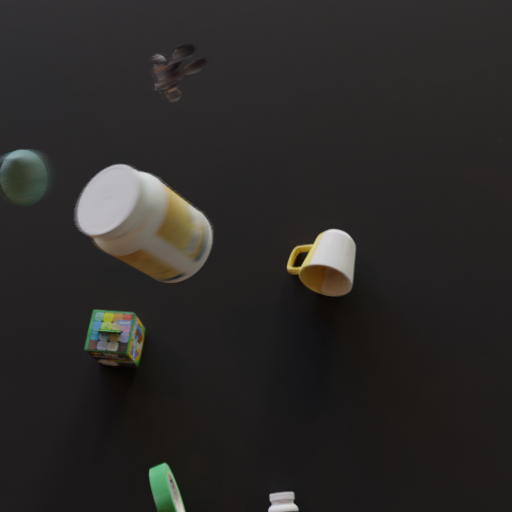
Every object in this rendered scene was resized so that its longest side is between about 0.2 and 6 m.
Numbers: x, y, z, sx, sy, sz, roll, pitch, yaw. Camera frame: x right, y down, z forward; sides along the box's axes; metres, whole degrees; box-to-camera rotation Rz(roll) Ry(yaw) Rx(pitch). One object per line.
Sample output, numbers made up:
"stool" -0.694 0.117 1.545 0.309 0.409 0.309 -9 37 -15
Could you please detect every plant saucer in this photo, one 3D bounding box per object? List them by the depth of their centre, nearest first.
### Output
"plant saucer" -4.346 -1.435 10.324 1.025 0.184 1.025 3 99 17

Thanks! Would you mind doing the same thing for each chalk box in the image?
"chalk box" -2.637 1.503 10.418 0.812 1.300 0.806 5 65 2

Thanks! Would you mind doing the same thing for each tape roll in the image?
"tape roll" -1.444 4.062 9.281 0.281 1.167 1.167 -19 66 -8

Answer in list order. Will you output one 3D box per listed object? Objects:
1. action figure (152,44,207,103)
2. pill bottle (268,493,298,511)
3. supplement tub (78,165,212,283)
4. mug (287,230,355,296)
"action figure" -1.266 -2.787 8.521 0.393 1.134 0.738 -42 104 -38
"pill bottle" 0.473 4.487 9.448 0.507 0.507 0.875 -5 64 -2
"supplement tub" -1.782 -0.495 9.202 1.411 1.951 1.411 -13 62 25
"mug" 1.398 0.027 11.310 1.329 1.064 1.091 20 58 2
